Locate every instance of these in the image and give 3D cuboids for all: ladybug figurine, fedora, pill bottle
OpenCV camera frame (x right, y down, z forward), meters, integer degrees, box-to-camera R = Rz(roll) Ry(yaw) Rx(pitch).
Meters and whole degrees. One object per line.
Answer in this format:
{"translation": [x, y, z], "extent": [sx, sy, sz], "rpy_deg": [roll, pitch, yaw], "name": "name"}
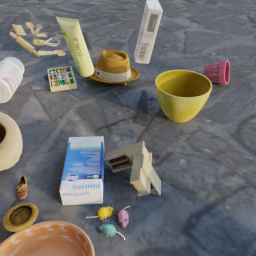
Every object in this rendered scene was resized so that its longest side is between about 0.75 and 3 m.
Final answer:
{"translation": [-4.661, 0.479, 9.661], "extent": [1.983, 1.051, 2.922], "rpy_deg": [-42, 55, -16], "name": "ladybug figurine"}
{"translation": [-2.933, 2.537, 7.750], "extent": [1.021, 0.416, 1.021], "rpy_deg": [-2, 30, 1], "name": "fedora"}
{"translation": [-0.760, -3.220, 14.204], "extent": [2.869, 1.170, 2.869], "rpy_deg": [3, 32, -2], "name": "fedora"}
{"translation": [-5.765, -2.330, 13.139], "extent": [1.327, 1.327, 2.341], "rpy_deg": [1, 39, 1], "name": "pill bottle"}

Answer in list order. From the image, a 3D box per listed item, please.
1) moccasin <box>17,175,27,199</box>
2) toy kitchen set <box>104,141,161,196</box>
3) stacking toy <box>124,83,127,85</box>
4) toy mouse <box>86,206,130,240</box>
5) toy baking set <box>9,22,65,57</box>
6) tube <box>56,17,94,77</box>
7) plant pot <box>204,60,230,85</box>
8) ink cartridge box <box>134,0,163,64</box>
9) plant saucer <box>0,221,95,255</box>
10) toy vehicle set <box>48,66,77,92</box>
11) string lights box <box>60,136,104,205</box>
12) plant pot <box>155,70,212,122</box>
{"translation": [-3.286, 1.843, 8.723], "extent": [0.316, 0.333, 0.863], "rpy_deg": [-5, 39, -6], "name": "moccasin"}
{"translation": [0.123, 1.578, 8.799], "extent": [1.459, 1.320, 1.617], "rpy_deg": [-19, 33, 21], "name": "toy kitchen set"}
{"translation": [-0.256, -2.466, 14.097], "extent": [0.505, 0.534, 0.920], "rpy_deg": [-11, 54, -19], "name": "stacking toy"}
{"translation": [-0.380, 2.611, 7.827], "extent": [1.293, 0.250, 1.149], "rpy_deg": [-19, 42, -22], "name": "toy mouse"}
{"translation": [-3.273, -3.218, 10.241], "extent": [1.954, 0.227, 1.499], "rpy_deg": [41, 46, -6], "name": "toy baking set"}
{"translation": [-1.905, -3.016, 10.514], "extent": [0.712, 2.454, 0.637], "rpy_deg": [-17, 52, -2], "name": "tube"}
{"translation": [4.394, -2.743, 13.917], "extent": [1.075, 1.201, 1.201], "rpy_deg": [4, 36, 30], "name": "plant pot"}
{"translation": [0.770, -4.415, 12.225], "extent": [0.798, 2.273, 2.797], "rpy_deg": [6, 38, -11], "name": "ink cartridge box"}
{"translation": [-2.039, 3.320, 6.498], "extent": [2.598, 0.486, 2.598], "rpy_deg": [-3, 30, 2], "name": "plant saucer"}
{"translation": [-3.374, -2.532, 14.253], "extent": [1.250, 0.267, 2.013], "rpy_deg": [-11, 40, -13], "name": "toy vehicle set"}
{"translation": [-1.414, 1.290, 9.109], "extent": [1.230, 0.705, 2.393], "rpy_deg": [-2, 39, -2], "name": "string lights box"}
{"translation": [2.186, -1.188, 11.523], "extent": [2.214, 1.571, 2.214], "rpy_deg": [0, 39, 0], "name": "plant pot"}
